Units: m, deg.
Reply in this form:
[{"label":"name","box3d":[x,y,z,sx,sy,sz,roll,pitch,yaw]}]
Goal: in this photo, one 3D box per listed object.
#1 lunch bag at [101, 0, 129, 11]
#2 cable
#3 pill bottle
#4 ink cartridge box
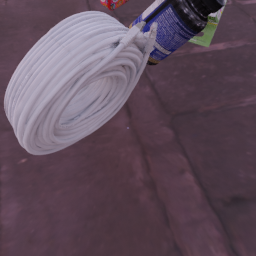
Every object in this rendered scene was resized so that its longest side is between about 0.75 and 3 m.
[{"label":"lunch bag","box3d":[-0.177,-3.485,6.721,0.456,0.980,1.113,41,67,14]},{"label":"cable","box3d":[-0.904,-0.724,5.164,2.805,2.805,0.971,-37,76,-22]},{"label":"pill bottle","box3d":[1.007,-2.389,6.203,1.141,2.040,1.141,27,49,-35]},{"label":"ink cartridge box","box3d":[2.222,-3.982,8.361,1.397,2.691,0.798,24,13,21]}]
